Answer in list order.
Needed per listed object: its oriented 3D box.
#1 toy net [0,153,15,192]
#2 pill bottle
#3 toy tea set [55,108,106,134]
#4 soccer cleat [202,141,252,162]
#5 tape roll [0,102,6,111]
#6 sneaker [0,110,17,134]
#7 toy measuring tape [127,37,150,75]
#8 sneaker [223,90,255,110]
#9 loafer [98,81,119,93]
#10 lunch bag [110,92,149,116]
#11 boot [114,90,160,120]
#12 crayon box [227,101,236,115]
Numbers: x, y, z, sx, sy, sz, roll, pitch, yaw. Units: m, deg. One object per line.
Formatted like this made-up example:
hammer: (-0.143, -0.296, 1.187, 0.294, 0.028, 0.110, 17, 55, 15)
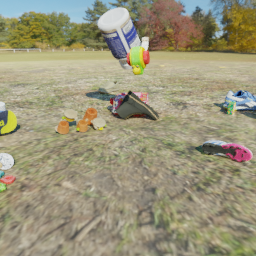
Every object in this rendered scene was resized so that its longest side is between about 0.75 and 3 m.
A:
toy net: (-3.383, 1.047, 7.300, 1.061, 0.391, 2.023, -1, 17, -2)
pill bottle: (-0.226, -3.708, 11.888, 1.351, 2.335, 1.351, -14, 49, 16)
toy tea set: (-1.915, -0.161, 11.038, 1.993, 0.737, 1.185, -5, 48, -26)
soccer cleat: (2.997, 0.616, 8.454, 1.476, 0.515, 0.637, 11, 19, 31)
tape roll: (-6.411, -0.748, 12.599, 1.711, 0.598, 1.711, 0, 18, 0)
sneaker: (-5.437, -0.038, 9.872, 2.740, 1.013, 1.127, -12, 14, -42)
toy measuring tape: (0.433, -2.797, 10.062, 0.838, 0.838, 2.278, 4, 53, 11)
sneaker: (6.035, -1.429, 14.163, 2.350, 0.966, 0.869, -1, 15, -7)
loafer: (-1.310, -2.772, 18.815, 0.765, 0.690, 2.022, 10, 20, 29)
lunch bag: (0.038, -1.238, 13.656, 1.901, 0.884, 2.158, 3, 18, 8)
boot: (0.384, -0.638, 12.343, 1.771, 1.225, 0.686, 40, 8, 3)
crayon box: (5.002, -0.970, 13.491, 0.239, 0.488, 0.821, 10, 21, 28)
